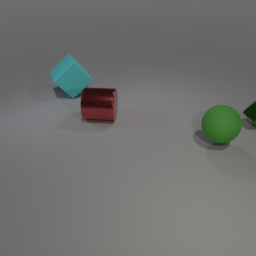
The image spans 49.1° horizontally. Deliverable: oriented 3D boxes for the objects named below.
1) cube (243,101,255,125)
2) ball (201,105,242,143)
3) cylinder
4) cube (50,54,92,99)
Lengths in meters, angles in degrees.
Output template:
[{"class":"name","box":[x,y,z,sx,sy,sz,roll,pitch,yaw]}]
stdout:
[{"class":"cube","box":[5.367,-0.562,11.601,0.700,0.700,0.700,23,29,-39]},{"class":"ball","box":[3.399,-0.145,10.206,1.400,1.400,1.400,0,31,0]},{"class":"cylinder","box":[-1.221,-1.048,12.217,1.400,1.400,1.400,3,31,5]},{"class":"cube","box":[-2.925,-2.657,14.365,1.400,1.400,1.400,-43,38,6]}]
